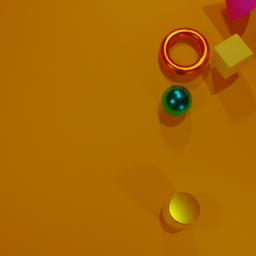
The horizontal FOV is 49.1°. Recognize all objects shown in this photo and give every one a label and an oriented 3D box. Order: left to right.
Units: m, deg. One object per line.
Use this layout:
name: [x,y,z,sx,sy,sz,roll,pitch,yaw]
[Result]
ball: [1.429,-0.801,8.233,0.914,0.914,0.914,0,86,0]
cylinder: [1.482,2.345,7.917,0.883,0.883,0.883,2,63,-4]
ring: [1.729,-2.339,8.561,1.546,0.309,1.546,0,81,3]
cube: [2.964,-2.048,8.081,0.772,0.772,0.772,-32,74,0]
cone: [3.029,-4.127,7.969,1.411,1.405,1.405,37,87,-20]
